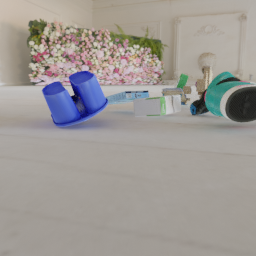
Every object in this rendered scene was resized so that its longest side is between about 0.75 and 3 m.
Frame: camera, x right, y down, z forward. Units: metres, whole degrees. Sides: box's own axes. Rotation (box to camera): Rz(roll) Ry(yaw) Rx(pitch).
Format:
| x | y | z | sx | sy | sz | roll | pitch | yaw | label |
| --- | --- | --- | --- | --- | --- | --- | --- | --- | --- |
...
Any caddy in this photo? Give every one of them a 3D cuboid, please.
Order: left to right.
| x | y | z | sx | sy | sz | roll | pitch | yaw | label |
| --- | --- | --- | --- | --- | --- | --- | --- | --- | --- |
| -1.434 | -0.732 | 7.639 | 1.545 | 1.147 | 2.186 | -26 | 24 | -11 | caddy |

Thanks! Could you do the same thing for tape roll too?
| x | y | z | sx | sy | sz | roll | pitch | yaw | label |
| --- | --- | --- | --- | --- | --- | --- | --- | --- | --- |
| 2.287 | -1.756 | 12.650 | 0.339 | 1.409 | 1.409 | 24 | 13 | 3 | tape roll |

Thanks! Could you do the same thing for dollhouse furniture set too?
| x | y | z | sx | sy | sz | roll | pitch | yaw | label |
| --- | --- | --- | --- | --- | --- | --- | --- | --- | --- |
| 2.179 | -1.770 | 11.022 | 2.001 | 1.305 | 1.889 | 3 | -11 | 23 | dollhouse furniture set |

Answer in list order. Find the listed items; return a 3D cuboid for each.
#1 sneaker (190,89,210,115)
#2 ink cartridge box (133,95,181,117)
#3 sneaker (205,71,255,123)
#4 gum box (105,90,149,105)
| x | y | z | sx | sy | sz | roll | pitch | yaw | label |
| --- | --- | --- | --- | --- | --- | --- | --- | --- | --- |
| 2.665 | -0.907 | 8.999 | 0.642 | 0.574 | 1.568 | -4 | -18 | -29 | sneaker |
| 1.005 | -0.747 | 9.305 | 1.033 | 0.596 | 1.414 | -1 | 7 | 38 | ink cartridge box |
| 3.161 | -0.749 | 7.219 | 2.881 | 1.205 | 1.739 | 1 | 19 | -21 | sneaker |
| -0.083 | -1.082 | 10.023 | 1.100 | 0.289 | 1.295 | -9 | 1 | -41 | gum box |
